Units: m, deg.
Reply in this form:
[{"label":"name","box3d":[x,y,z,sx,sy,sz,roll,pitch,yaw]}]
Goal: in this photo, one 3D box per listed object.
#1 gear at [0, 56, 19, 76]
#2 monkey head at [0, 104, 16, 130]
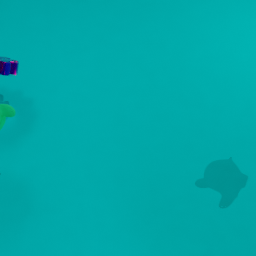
[{"label":"gear","box3d":[-3.584,-1.623,6.798,1.714,1.714,0.317,15,104,8]},{"label":"monkey head","box3d":[-3.023,-0.321,5.715,1.423,0.857,1.023,-18,103,-9]}]
